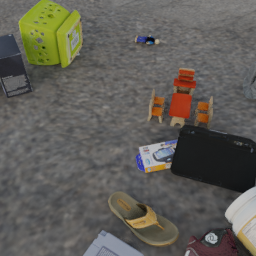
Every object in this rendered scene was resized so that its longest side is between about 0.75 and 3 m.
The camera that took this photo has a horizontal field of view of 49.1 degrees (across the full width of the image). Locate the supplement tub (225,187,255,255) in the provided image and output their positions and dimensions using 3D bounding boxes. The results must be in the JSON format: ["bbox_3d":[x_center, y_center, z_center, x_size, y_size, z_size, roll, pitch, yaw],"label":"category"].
[{"bbox_3d":[3.572,2.606,6.882,1.471,1.471,2.034,-20,48,-20],"label":"supplement tub"}]

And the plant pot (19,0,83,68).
[{"bbox_3d":[-3.470,-4.394,13.398,2.132,2.338,2.350,15,52,7],"label":"plant pot"}]

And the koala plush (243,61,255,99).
[{"bbox_3d":[5.813,-1.760,11.654,1.602,1.472,1.420,12,32,-18],"label":"koala plush"}]

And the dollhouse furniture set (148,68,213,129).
[{"bbox_3d":[2.100,-1.187,10.908,2.360,1.216,2.335,9,45,9],"label":"dollhouse furniture set"}]

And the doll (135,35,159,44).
[{"bbox_3d":[1.074,-4.787,15.206,1.295,0.314,0.884,12,47,12],"label":"doll"}]

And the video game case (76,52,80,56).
[{"bbox_3d":[-2.964,-3.879,14.447,0.689,0.087,0.756,-25,50,-23],"label":"video game case"}]

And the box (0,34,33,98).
[{"bbox_3d":[-5.030,-2.661,11.923,1.174,1.889,1.904,-19,47,-19],"label":"box"}]

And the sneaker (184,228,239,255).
[{"bbox_3d":[2.723,3.207,6.593,2.876,1.088,1.661,12,43,13],"label":"sneaker"}]

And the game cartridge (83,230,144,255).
[{"bbox_3d":[-0.638,3.697,6.550,1.494,0.459,2.244,21,49,25],"label":"game cartridge"}]

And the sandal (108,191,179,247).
[{"bbox_3d":[0.344,2.403,7.706,2.241,0.605,0.900,31,52,27],"label":"sandal"}]

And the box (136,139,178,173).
[{"bbox_3d":[1.051,0.935,9.309,1.573,0.326,0.936,-10,43,-5],"label":"box"}]

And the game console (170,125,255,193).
[{"bbox_3d":[2.851,0.895,9.278,2.505,1.458,2.203,14,8,13],"label":"game console"}]
